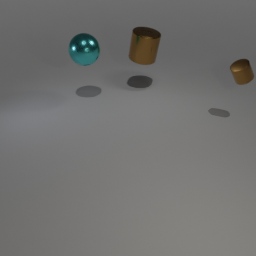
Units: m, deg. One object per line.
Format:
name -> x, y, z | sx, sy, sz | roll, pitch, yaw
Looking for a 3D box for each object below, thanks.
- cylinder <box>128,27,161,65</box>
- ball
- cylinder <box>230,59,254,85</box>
cylinder -> 0.806, -4.040, 13.761 | 1.400, 1.400, 1.400 | 6, 39, -5
ball -> -1.924, -3.457, 12.374 | 1.400, 1.400, 1.400 | 0, 31, 0
cylinder -> 4.281, -2.105, 10.505 | 0.700, 0.700, 0.700 | -25, 37, 20
